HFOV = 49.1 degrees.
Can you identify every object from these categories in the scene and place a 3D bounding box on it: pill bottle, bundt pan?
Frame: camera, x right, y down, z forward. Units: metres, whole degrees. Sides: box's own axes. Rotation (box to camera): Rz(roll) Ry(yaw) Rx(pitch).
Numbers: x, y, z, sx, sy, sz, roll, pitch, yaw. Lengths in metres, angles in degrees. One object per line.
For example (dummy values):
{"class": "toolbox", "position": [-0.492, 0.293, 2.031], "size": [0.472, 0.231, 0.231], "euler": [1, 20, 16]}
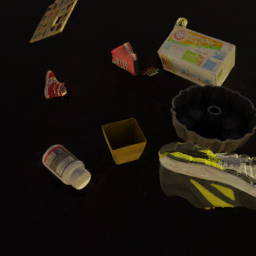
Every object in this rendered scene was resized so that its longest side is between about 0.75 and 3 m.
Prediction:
{"class": "pill bottle", "position": [-1.815, 1.180, 8.383], "size": [1.443, 0.799, 0.799], "euler": [33, 54, 28]}
{"class": "bundt pan", "position": [2.840, -0.228, 9.597], "size": [2.873, 1.078, 2.873], "euler": [0, 46, 0]}

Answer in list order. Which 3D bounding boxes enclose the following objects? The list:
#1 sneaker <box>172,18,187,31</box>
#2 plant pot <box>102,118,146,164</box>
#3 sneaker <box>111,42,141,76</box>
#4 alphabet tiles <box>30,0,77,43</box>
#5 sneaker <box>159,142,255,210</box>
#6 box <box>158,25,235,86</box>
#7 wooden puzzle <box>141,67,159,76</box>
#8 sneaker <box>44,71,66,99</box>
{"class": "sneaker", "position": [2.736, -4.399, 13.945], "size": [1.286, 1.116, 2.902], "euler": [20, 54, 5]}
{"class": "plant pot", "position": [-0.137, 0.505, 8.927], "size": [1.113, 0.982, 1.113], "euler": [-14, 47, -14]}
{"class": "sneaker", "position": [-0.130, -2.975, 12.642], "size": [1.076, 0.914, 2.481], "euler": [-17, 40, -3]}
{"class": "alphabet tiles", "position": [-2.360, -4.122, 9.657], "size": [2.071, 0.094, 2.478], "euler": [4, 67, 46]}
{"class": "sneaker", "position": [1.853, 1.107, 5.488], "size": [2.660, 1.126, 0.991], "euler": [18, 33, 20]}
{"class": "box", "position": [2.844, -2.925, 11.715], "size": [2.716, 1.377, 1.528], "euler": [30, 81, 27]}
{"class": "wooden puzzle", "position": [1.029, -2.560, 12.640], "size": [0.841, 0.059, 0.498], "euler": [-27, 51, -25]}
{"class": "sneaker", "position": [-2.953, -1.825, 11.570], "size": [0.839, 0.531, 1.491], "euler": [-7, 53, -1]}
